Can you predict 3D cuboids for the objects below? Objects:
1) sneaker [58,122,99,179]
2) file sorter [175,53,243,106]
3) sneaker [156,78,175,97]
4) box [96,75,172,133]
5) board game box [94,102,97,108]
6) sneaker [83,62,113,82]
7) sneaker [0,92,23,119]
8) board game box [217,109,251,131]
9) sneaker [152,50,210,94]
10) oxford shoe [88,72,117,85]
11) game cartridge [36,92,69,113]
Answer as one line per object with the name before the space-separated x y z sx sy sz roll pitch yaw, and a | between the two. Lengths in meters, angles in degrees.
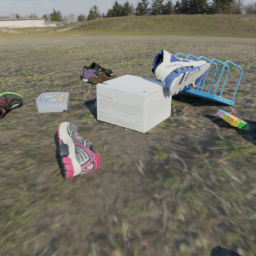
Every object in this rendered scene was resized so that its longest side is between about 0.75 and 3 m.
sneaker | -1.433 0.579 7.802 0.922 0.995 2.469 -8 27 -14
file sorter | 3.468 -2.295 12.900 1.937 1.713 2.792 8 12 -46
sneaker | 1.756 -2.045 13.891 0.806 1.037 2.304 16 28 34
box | 0.275 -1.056 10.983 2.217 1.457 2.229 16 28 30
board game box | -0.523 -1.275 12.906 2.066 0.402 1.632 -10 25 -21
sneaker | -1.816 -3.609 17.538 0.919 1.062 2.426 16 28 33
sneaker | -5.275 -0.782 11.447 1.011 0.926 2.414 37 34 15
board game box | 3.917 -0.302 10.430 0.825 0.218 1.079 17 19 -21
sneaker | 1.948 -2.404 10.991 1.683 1.177 2.914 43 38 20
oxford shoe | -1.461 -2.924 16.298 1.903 0.803 0.692 6 26 17
game cartridge | -3.443 -1.216 12.813 1.405 0.438 2.111 0 23 -10
